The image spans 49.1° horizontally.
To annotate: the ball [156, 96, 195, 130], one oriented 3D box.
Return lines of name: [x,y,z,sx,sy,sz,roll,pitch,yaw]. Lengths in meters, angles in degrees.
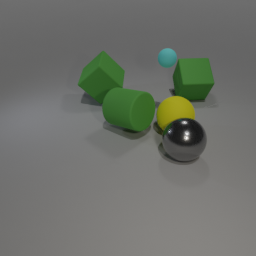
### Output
ball: [1.741,-0.461,10.267,1.400,1.400,1.400,0,30,0]

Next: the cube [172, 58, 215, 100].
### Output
cube: [2.933,-2.203,12.794,1.400,1.400,1.400,-3,66,-5]

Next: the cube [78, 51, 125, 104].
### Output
cube: [-1.140,-2.215,12.330,1.400,1.400,1.400,-34,31,29]

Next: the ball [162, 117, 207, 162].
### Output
ball: [1.782,0.361,8.890,1.400,1.400,1.400,0,30,0]

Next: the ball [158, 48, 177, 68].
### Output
ball: [1.449,-2.576,10.335,0.700,0.700,0.700,0,30,0]

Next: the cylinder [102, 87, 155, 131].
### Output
cylinder: [0.033,-0.694,10.135,1.400,1.400,1.400,15,32,40]
